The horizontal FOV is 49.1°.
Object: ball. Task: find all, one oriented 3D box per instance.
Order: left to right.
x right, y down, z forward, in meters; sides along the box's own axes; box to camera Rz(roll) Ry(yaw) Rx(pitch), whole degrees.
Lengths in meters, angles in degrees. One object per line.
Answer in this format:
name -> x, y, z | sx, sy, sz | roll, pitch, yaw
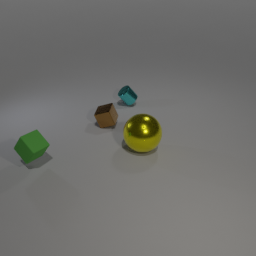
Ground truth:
ball -> 0.523, 0.178, 10.039 | 1.400, 1.400, 1.400 | 0, 30, 0

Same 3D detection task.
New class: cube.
cube -> -3.134, 0.605, 9.122 | 0.700, 0.700, 0.700 | 48, 38, 6
cube -> -0.899, -0.522, 11.706 | 0.700, 0.700, 0.700 | -12, 33, 20

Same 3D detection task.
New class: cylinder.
cylinder -> -0.012, -1.567, 13.466 | 0.700, 0.700, 0.700 | -31, 34, 24
